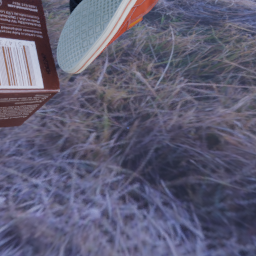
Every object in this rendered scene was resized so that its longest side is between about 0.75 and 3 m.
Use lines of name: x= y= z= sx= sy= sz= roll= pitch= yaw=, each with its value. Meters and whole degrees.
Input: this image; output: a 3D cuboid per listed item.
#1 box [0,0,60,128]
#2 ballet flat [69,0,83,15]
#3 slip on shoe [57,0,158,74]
box: x=-2.431 y=-1.009 z=4.643 sx=1.688 sy=2.035 sz=1.671 roll=-7 pitch=79 yaw=-41
ballet flat: x=-0.886 y=-2.880 z=6.764 sx=0.744 sy=0.870 sz=2.619 roll=-18 pitch=20 yaw=-22
slip on shoe: x=-0.127 y=-1.769 z=4.216 sx=2.483 sy=0.760 sz=0.920 roll=-49 pitch=57 yaw=6
